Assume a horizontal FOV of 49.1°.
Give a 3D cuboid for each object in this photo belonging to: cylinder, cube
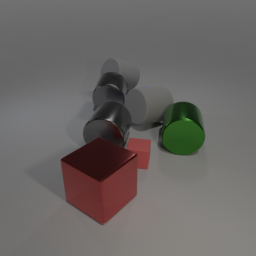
[{"bbox_3d":[1.892,-0.013,9.670,1.400,1.400,1.400,4,29,8],"label":"cylinder"},{"bbox_3d":[0.823,-0.895,10.971,1.400,1.400,1.400,-10,29,-36],"label":"cylinder"},{"bbox_3d":[-0.380,-2.613,13.714,1.400,1.400,1.400,0,21,-46],"label":"cylinder"},{"bbox_3d":[-0.678,-0.019,9.679,1.400,1.400,1.400,6,29,10],"label":"cylinder"},{"bbox_3d":[-0.706,1.301,7.288,1.400,1.400,1.400,21,35,33],"label":"cube"},{"bbox_3d":[0.334,0.805,8.922,0.700,0.700,0.700,5,29,8],"label":"cube"},{"bbox_3d":[-0.774,-1.583,12.423,1.400,1.400,1.400,3,33,5],"label":"cylinder"}]
